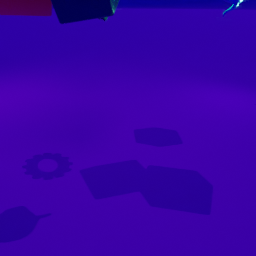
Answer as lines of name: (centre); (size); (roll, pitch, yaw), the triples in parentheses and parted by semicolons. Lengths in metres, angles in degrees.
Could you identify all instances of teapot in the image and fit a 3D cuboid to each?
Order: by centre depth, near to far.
teapot: (3.572, -4.771, 9.598); (0.889, 1.816, 1.129); (9, 19, 34)

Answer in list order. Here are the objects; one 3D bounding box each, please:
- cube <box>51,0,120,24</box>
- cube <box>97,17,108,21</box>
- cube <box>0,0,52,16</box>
cube: (-0.824, -2.768, 5.240); (1.099, 1.099, 1.099); (-4, 44, 14)
cube: (-0.888, -3.563, 7.442); (0.884, 0.884, 0.884); (25, -2, 12)
cube: (-2.106, -2.963, 5.545); (1.095, 1.095, 1.095); (-5, 2, -16)
